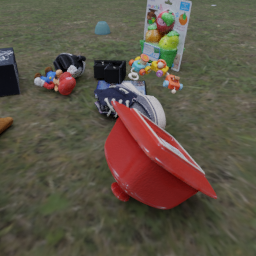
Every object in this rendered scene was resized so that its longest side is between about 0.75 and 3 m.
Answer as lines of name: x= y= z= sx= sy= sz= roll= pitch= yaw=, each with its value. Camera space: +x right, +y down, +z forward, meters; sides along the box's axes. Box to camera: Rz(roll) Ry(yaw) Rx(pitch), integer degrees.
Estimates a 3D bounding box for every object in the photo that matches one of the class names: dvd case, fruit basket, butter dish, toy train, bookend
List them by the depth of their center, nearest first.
butter dish: x=0.317 y=0.852 z=5.916 sx=2.265 sy=1.674 sz=2.259 roll=35 pitch=12 yaw=-35
toy train: x=0.737 y=-1.457 z=7.194 sx=1.442 sy=0.401 sz=1.083 roll=12 pitch=44 yaw=-16
dvd case: x=-0.258 y=-1.494 z=10.734 sx=1.910 sy=0.168 sz=1.363 roll=0 pitch=32 yaw=1
bookend: x=-0.836 y=-2.299 z=11.317 sx=1.393 sy=0.642 sz=1.384 roll=3 pitch=25 yaw=8
fruit basket: x=1.510 y=-4.256 z=12.482 sx=1.350 sy=2.880 sz=2.668 roll=-22 pitch=40 yaw=-31

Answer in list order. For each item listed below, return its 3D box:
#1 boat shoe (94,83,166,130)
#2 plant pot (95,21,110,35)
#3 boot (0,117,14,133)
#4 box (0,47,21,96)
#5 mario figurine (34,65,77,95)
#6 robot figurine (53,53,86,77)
boat shoe: x=-0.094 y=-0.560 z=8.552 sx=1.372 sy=1.105 sz=2.959 roll=-13 pitch=26 yaw=-19
plant pot: x=-1.618 y=-6.346 z=17.686 sx=0.996 sy=0.671 sz=0.996 roll=0 pitch=33 yaw=0
boot: x=-4.491 y=0.077 z=7.895 sx=1.817 sy=0.661 sz=1.930 roll=1 pitch=33 yaw=2
box: x=-5.457 y=-2.100 z=10.687 sx=2.333 sy=1.215 sz=2.125 roll=-11 pitch=34 yaw=-17
mario figurine: x=-2.734 y=-1.977 z=10.563 sx=1.994 sy=1.231 sz=1.057 roll=21 pitch=-3 yaw=39
robot figurine: x=-2.353 y=-2.506 z=11.339 sx=1.146 sy=0.952 sz=1.526 roll=11 pitch=12 yaw=17
